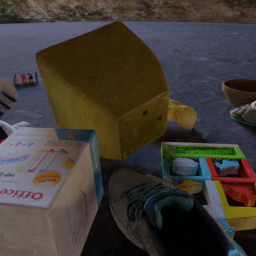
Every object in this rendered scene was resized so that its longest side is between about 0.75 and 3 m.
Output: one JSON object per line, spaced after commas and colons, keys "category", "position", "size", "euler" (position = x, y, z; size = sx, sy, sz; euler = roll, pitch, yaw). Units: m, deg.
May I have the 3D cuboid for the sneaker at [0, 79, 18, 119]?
{"category": "sneaker", "position": [-3.852, -0.097, 7.053], "size": [1.384, 0.968, 2.397], "euler": [-23, 28, 46]}

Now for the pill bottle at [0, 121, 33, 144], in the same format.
{"category": "pill bottle", "position": [-2.736, 0.625, 5.012], "size": [1.255, 1.255, 2.232], "euler": [20, 32, 37]}

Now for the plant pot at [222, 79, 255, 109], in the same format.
{"category": "plant pot", "position": [3.919, -1.028, 9.156], "size": [1.698, 0.784, 1.698], "euler": [0, 26, 0]}

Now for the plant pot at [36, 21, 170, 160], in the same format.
{"category": "plant pot", "position": [-0.321, -0.628, 6.313], "size": [2.227, 2.242, 2.294], "euler": [-30, 54, -23]}

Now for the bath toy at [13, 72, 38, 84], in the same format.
{"category": "bath toy", "position": [-4.463, -2.195, 12.149], "size": [1.068, 0.395, 0.464], "euler": [-15, 29, -28]}

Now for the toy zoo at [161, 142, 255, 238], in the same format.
{"category": "toy zoo", "position": [1.555, 1.037, 5.280], "size": [1.776, 0.277, 2.708], "euler": [1, 25, 3]}

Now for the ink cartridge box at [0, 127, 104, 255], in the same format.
{"category": "ink cartridge box", "position": [-1.303, 1.050, 3.929], "size": [1.384, 1.348, 2.153], "euler": [2, 25, 9]}

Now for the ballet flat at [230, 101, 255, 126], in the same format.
{"category": "ballet flat", "position": [4.184, -0.374, 7.515], "size": [1.039, 1.039, 2.889], "euler": [-20, 31, -36]}

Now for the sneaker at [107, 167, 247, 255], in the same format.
{"category": "sneaker", "position": [0.523, 1.113, 3.603], "size": [1.135, 1.263, 2.925], "euler": [-33, 35, -16]}

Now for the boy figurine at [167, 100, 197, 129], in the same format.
{"category": "boy figurine", "position": [1.099, -0.500, 8.198], "size": [1.993, 0.642, 1.239], "euler": [17, 27, 29]}
